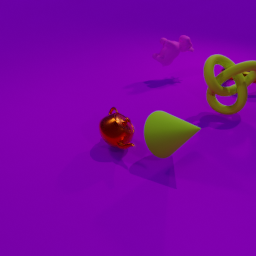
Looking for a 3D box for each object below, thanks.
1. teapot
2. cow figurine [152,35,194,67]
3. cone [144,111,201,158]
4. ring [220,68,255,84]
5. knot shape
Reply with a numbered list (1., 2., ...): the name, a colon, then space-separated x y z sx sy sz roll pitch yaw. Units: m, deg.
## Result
1. teapot: -0.200 0.044 6.547 0.890 0.701 1.431 23 33 -42
2. cow figurine: 1.647 -2.713 9.924 1.270 1.291 0.709 17 20 -32
3. cone: 1.067 0.078 5.775 1.052 1.052 1.056 -30 12 -38
4. ring: 4.143 -1.861 9.769 1.806 0.361 1.806 3 19 -1
5. knot shape: 2.897 -1.296 7.655 1.589 1.699 0.785 -24 24 4
